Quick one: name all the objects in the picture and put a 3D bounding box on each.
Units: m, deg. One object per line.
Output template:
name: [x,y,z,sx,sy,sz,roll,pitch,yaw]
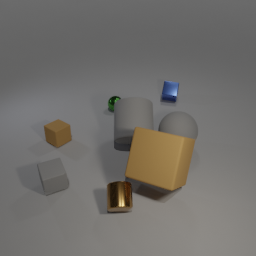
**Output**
cube: [0.935,0.827,7.894,1.400,1.400,1.400,13,1,26]
cube: [-2.629,0.191,10.510,0.700,0.700,0.700,23,37,32]
cube: [2.015,-1.739,13.313,0.700,0.700,0.700,10,75,11]
cube: [-2.256,1.441,8.394,0.700,0.700,0.700,-15,44,-22]
ball: [-0.562,-1.092,12.558,0.700,0.700,0.700,0,32,0]
cylinder: [-0.228,1.886,7.658,0.700,0.700,0.700,-2,63,-3]
cylinder: [0.206,-0.214,9.978,1.400,1.400,1.400,-1,75,-1]
ball: [1.790,0.099,10.016,1.400,1.400,1.400,0,32,0]
